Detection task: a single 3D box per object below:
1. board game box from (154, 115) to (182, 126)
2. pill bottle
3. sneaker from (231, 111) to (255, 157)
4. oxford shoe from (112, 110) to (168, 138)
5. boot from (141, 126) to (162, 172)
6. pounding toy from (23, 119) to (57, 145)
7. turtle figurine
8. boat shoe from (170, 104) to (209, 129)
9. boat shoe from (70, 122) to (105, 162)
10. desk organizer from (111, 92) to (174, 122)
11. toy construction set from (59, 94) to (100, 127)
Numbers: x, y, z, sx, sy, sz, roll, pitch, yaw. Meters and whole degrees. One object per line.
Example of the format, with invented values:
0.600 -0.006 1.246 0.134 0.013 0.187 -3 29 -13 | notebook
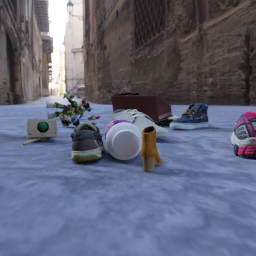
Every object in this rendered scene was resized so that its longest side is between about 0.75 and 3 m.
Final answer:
1.876 -0.379 13.012 1.507 0.337 2.876 0 6 26 | board game box
-0.097 0.210 5.485 0.706 0.706 1.255 -1 6 -6 | pill bottle
2.831 0.043 6.233 0.958 0.887 2.376 2 6 18 | sneaker
0.198 -0.139 8.424 1.058 0.813 2.815 1 7 -25 | oxford shoe
0.405 0.303 4.721 0.337 0.685 0.957 2 6 12 | boot
-2.326 0.121 7.357 0.858 0.663 0.932 -2 -4 -22 | pounding toy
-3.494 -1.203 15.540 2.011 2.074 1.493 -6 -26 -18 | turtle figurine
2.352 -0.463 10.728 2.073 0.941 0.733 -5 8 -42 | boat shoe
-0.821 0.210 5.746 0.704 0.648 1.971 -1 6 -5 | boat shoe
0.526 -0.956 12.057 2.731 1.052 0.979 6 19 45 | desk organizer
-2.027 -0.468 11.223 1.127 1.223 1.467 -10 -23 39 | toy construction set
